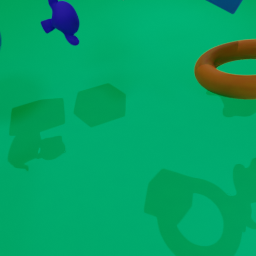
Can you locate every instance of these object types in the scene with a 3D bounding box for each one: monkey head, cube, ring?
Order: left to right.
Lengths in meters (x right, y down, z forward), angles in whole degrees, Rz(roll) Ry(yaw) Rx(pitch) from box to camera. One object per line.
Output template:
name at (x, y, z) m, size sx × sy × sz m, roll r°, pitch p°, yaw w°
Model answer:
monkey head at (-1.381, -2.150, 5.640) m, size 0.771 × 1.071 × 0.646 m, roll -25°, pitch 27°, yaw -1°
cube at (1.616, -2.440, 4.375) m, size 0.750 × 0.750 × 0.750 m, roll 32°, pitch 78°, yaw 8°
ring at (1.916, -0.977, 4.433) m, size 1.693 × 0.339 × 1.693 m, roll -9°, pitch 35°, yaw 6°

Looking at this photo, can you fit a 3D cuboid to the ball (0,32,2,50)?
ball at (-3.179, -1.794, 5.530) m, size 1.256 × 1.256 × 1.256 m, roll 0°, pitch 47°, yaw 0°
